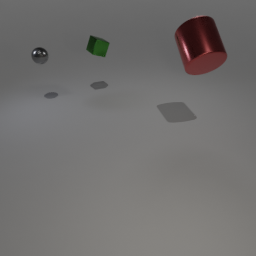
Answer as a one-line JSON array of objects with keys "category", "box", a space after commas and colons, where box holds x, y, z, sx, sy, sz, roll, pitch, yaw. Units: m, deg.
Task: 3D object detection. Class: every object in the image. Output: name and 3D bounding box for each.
[{"category": "cylinder", "box": [2.397, -2.707, 9.320, 1.400, 1.400, 1.400, -9, 72, -14]}, {"category": "ball", "box": [-3.692, -3.029, 11.757, 0.700, 0.700, 0.700, 0, 32, 0]}, {"category": "cube", "box": [-1.386, -3.736, 12.821, 0.700, 0.700, 0.700, 1, 30, -39]}]
